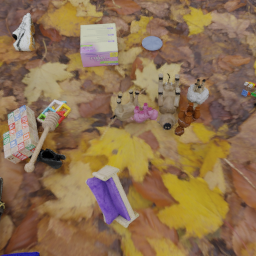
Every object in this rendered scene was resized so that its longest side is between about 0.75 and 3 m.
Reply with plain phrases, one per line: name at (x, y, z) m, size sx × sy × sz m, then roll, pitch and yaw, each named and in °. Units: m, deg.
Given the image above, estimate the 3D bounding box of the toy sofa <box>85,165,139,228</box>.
toy sofa at (-0.372, 1.688, 6.751) m, size 0.706 × 1.447 × 0.599 m, roll -31°, pitch 19°, yaw -27°

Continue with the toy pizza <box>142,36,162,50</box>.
toy pizza at (1.073, -3.745, 12.460) m, size 0.903 × 0.143 × 0.903 m, roll 0°, pitch 58°, yaw 0°

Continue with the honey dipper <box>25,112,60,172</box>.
honey dipper at (-2.843, 0.411, 9.199) m, size 0.479 × 0.479 × 2.521 m, roll 6°, pitch 42°, yaw 4°

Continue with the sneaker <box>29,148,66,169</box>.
sneaker at (-2.735, 0.903, 9.270) m, size 1.585 × 0.827 × 0.476 m, roll 22°, pitch 62°, yaw 13°

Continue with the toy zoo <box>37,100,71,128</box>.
toy zoo at (-2.723, -0.579, 10.569) m, size 0.811 × 0.126 × 1.236 m, roll 29°, pitch 64°, yaw 16°

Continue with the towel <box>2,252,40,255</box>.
towel at (-3.488, 4.221, 7.451) m, size 2.170 × 0.538 × 1.602 m, roll -5°, pitch 60°, yaw -3°

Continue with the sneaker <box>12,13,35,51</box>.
sneaker at (-4.664, -4.284, 12.406) m, size 0.923 × 0.797 × 2.106 m, roll -8°, pitch 59°, yaw -4°

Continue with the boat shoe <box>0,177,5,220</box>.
boat shoe at (-4.054, 2.524, 8.349) m, size 0.678 × 0.803 × 2.253 m, roll 4°, pitch 67°, yaw 4°

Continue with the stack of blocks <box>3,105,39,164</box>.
stack of blocks at (-3.717, 0.191, 9.681) m, size 1.030 × 0.524 × 1.788 m, roll -28°, pitch 55°, yaw 7°

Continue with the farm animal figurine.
farm animal figurine at (1.180, -0.734, 9.995) m, size 2.893 × 1.509 × 2.861 m, roll 16°, pitch 48°, yaw 17°

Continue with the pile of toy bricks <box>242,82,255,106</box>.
pile of toy bricks at (5.074, -1.273, 10.784) m, size 0.643 × 0.723 × 1.303 m, roll -10°, pitch 37°, yaw -38°

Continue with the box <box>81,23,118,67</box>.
box at (-1.217, -3.533, 11.931) m, size 1.507 × 0.828 × 1.713 m, roll -5°, pitch 58°, yaw -3°
